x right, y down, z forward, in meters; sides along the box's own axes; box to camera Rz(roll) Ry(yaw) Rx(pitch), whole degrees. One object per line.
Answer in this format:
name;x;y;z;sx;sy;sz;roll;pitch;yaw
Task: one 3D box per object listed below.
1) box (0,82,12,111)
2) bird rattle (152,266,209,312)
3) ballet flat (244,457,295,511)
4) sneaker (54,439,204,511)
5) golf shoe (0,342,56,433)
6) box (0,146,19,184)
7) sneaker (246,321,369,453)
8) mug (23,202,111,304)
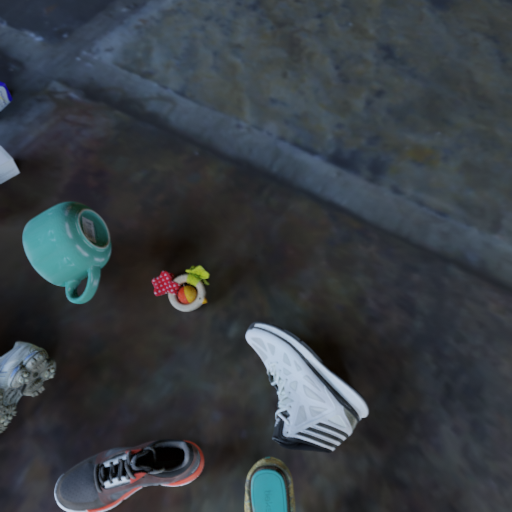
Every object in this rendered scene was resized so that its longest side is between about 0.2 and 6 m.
box;-6.348;-3.626;12.921;0.891;0.508;0.969;22;59;12
bird rattle;-1.330;0.597;10.226;1.050;0.592;0.856;-19;75;-8
ballet flat;0.229;4.025;7.740;0.862;0.862;2.438;-1;83;-1
sneaker;-1.926;3.134;8.332;2.242;0.918;0.864;-15;58;-9
golf shoe;-4.310;2.246;9.142;0.994;0.801;2.045;24;53;34
box;-5.435;-1.919;11.852;0.537;0.460;0.535;-38;65;-21
sneaker;0.485;2.162;8.954;2.384;0.900;1.372;38;64;19
mug;-3.208;-0.161;10.106;1.035;1.673;1.375;-26;20;20
